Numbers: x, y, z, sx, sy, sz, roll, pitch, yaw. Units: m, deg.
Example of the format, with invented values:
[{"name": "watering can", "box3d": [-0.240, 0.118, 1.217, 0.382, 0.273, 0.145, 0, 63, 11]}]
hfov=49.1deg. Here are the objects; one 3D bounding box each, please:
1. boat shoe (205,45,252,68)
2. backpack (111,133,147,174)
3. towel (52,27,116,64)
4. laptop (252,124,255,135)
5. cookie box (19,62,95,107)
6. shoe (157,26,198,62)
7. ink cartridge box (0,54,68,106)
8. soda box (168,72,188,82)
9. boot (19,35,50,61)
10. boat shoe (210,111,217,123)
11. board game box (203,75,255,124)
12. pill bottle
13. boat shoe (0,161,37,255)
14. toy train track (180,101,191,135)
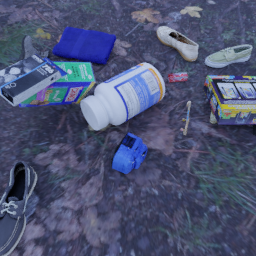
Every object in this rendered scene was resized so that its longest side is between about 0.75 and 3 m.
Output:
[{"name": "boat shoe", "box3d": [4.320, -3.161, 12.051, 2.115, 0.656, 0.761, -15, 52, -12]}, {"name": "backpack", "box3d": [0.026, 0.847, 8.628, 0.914, 0.885, 1.089, 24, 54, 16]}, {"name": "towel", "box3d": [-1.905, -3.651, 12.558, 2.480, 0.615, 1.832, 12, 58, 10]}, {"name": "laptop", "box3d": [5.848, -0.163, 9.959, 2.204, 1.277, 2.063, 34, 54, -9]}, {"name": "cookie box", "box3d": [-2.425, -1.428, 9.272, 2.152, 1.841, 0.809, -8, 75, -30]}, {"name": "shoe", "box3d": [2.261, -4.027, 12.723, 0.936, 0.714, 2.676, -26, 55, -20]}, {"name": "ink cartridge box", "box3d": [-2.579, -1.403, 7.454, 0.950, 0.374, 1.910, 36, 51, 13]}, {"name": "soda box", "box3d": [2.029, -2.066, 11.407, 0.770, 0.270, 0.244, -7, 51, -6]}, {"name": "boot", "box3d": [-4.007, -3.298, 12.274, 1.227, 0.650, 1.864, -2, 61, -6]}, {"name": "boat shoe", "box3d": [3.696, -0.597, 10.138, 1.687, 0.531, 0.615, -19, 48, -23]}, {"name": "board game box", "box3d": [4.063, -1.002, 9.715, 2.399, 0.680, 1.983, 0, 45, -4]}, {"name": "pill bottle", "box3d": [-0.193, -1.050, 9.748, 2.760, 1.547, 1.547, -31, 57, -22]}, {"name": "boat shoe", "box3d": [-3.226, 2.094, 7.632, 0.955, 0.825, 2.630, 4, 51, 3]}, {"name": "toy train track", "box3d": [1.912, -0.320, 9.318, 0.206, 1.268, 0.727, 11, 36, 15]}]
